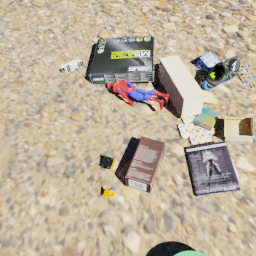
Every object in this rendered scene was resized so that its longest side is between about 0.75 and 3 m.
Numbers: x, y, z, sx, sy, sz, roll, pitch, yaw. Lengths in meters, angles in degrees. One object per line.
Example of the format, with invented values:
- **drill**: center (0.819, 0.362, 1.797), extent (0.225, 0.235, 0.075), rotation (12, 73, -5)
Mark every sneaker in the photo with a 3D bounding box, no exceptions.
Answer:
- **sneaker**: center (-2.717, -2.998, 13.432), extent (1.160, 0.436, 0.470), rotation (-25, 44, -23)
- **sneaker**: center (4.294, -2.533, 12.570), extent (2.377, 0.985, 0.843), rotation (-34, 75, -21)

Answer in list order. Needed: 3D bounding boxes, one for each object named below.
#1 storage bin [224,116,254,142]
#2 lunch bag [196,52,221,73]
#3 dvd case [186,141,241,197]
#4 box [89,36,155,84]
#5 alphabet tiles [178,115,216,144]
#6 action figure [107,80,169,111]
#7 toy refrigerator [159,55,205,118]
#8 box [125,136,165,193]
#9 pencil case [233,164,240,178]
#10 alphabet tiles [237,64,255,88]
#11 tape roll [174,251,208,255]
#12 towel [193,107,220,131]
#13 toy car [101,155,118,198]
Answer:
- **storage bin**: center (4.231, 0.003, 10.714), extent (1.022, 0.479, 1.015), rotation (1, 58, 19)
- **lunch bag**: center (4.007, -2.998, 13.383), extent (0.855, 0.534, 1.135), rotation (-32, 67, -26)
- **dvd case**: center (2.938, 1.406, 9.857), extent (1.459, 0.157, 1.962), rotation (-11, 52, 9)
- **box**: center (-0.191, -3.278, 13.297), extent (2.902, 0.690, 2.803), rotation (0, 49, 8)
- **alphabet tiles**: center (2.731, 0.058, 11.155), extent (1.386, 0.101, 1.356), rotation (-8, 52, -6)
- **action figure**: center (0.304, -1.467, 12.005), extent (2.866, 0.741, 0.937), rotation (23, 50, 23)
- **toy refrigerator**: center (2.236, -1.839, 11.937), extent (0.986, 1.070, 2.817), rotation (-13, 49, -8)
- **box**: center (0.621, 1.249, 9.809), extent (0.929, 0.695, 1.855), rotation (15, 53, 14)
- **pencil case**: center (3.640, 1.448, 9.931), extent (0.338, 0.332, 0.791), rotation (-28, 49, 16)
- **alphabet tiles**: center (5.897, -2.475, 13.201), extent (1.357, 0.061, 1.623), rotation (-6, 52, -5)
- **tape roll**: center (1.733, 4.248, 7.311), extent (1.898, 0.456, 1.898), rotation (3, 49, -3)
- **towel**: center (3.207, -0.374, 11.397), extent (0.772, 0.114, 1.053), rotation (26, 54, 20)
- **toy car**: center (-0.670, 1.706, 9.783), extent (0.506, 0.746, 1.522), rotation (26, 63, -36)
